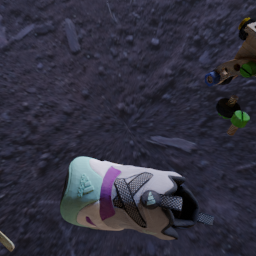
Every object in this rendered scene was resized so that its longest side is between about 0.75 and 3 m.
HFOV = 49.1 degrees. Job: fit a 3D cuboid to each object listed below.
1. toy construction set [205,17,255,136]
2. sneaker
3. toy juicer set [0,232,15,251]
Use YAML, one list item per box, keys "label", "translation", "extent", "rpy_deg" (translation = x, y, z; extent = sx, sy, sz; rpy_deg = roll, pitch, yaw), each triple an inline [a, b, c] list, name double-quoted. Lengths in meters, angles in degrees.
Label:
- label: "toy construction set"
  translation: [2.441, -0.969, 4.492]
  extent: [2.010, 1.544, 1.676]
  rpy_deg: [0, 45, -15]
- label: "sneaker"
  translation: [0.300, 1.240, 4.456]
  extent: [2.019, 2.886, 1.122]
  rpy_deg: [8, 78, 7]
- label: "toy juicer set"
  translation: [-2.816, 1.453, 4.617]
  extent: [1.712, 2.692, 0.732]
  rpy_deg: [37, 58, 8]
